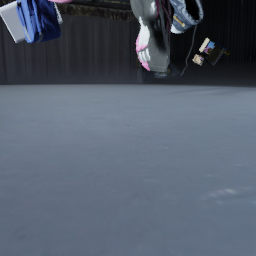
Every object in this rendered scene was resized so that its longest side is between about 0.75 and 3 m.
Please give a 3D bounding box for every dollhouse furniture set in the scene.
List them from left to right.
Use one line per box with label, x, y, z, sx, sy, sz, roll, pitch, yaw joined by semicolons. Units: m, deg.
dollhouse furniture set;2.575;-2.092;8.326;0.591;0.855;0.905;11;34;-31

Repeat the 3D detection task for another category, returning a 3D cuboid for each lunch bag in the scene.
lunch bag;-1.519;-1.849;4.619;0.547;0.826;0.561;-20;17;-31

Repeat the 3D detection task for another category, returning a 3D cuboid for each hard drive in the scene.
hard drive;-1.939;-2.265;5.663;1.063;0.701;0.135;-29;44;-12

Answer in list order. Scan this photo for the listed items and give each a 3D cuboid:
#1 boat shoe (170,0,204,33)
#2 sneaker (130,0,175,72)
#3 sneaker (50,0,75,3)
boat shoe;1.196;-3.867;7.812;0.867;2.452;1.113;-45;19;-15
sneaker;0.772;-2.390;6.609;0.901;2.243;0.968;25;53;30
sneaker;-1.234;-2.104;3.348;1.767;0.698;0.843;35;14;-2
